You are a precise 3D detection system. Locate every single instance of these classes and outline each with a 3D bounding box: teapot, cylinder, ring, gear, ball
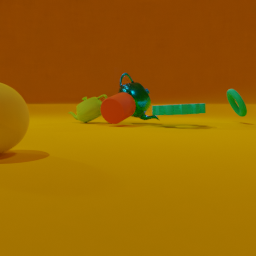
[{"bbox_3d":[0.337,-0.988,9.816,1.018,2.080,1.293,-32,4,-11],"label":"teapot"},{"bbox_3d":[-0.310,-0.643,8.983,0.848,0.848,0.848,3,19,29],"label":"cylinder"},{"bbox_3d":[3.879,-0.895,10.004,0.220,1.102,1.102,-28,3,5],"label":"ring"},{"bbox_3d":[-1.446,-0.698,10.164,1.733,0.848,1.077,-27,-2,20],"label":"teapot"},{"bbox_3d":[1.576,-0.582,8.727,1.621,0.300,1.621,-3,4,0],"label":"gear"},{"bbox_3d":[-1.978,-0.144,4.039,1.052,1.052,1.052,0,5,0],"label":"ball"}]
